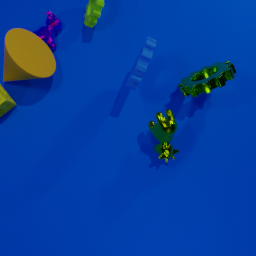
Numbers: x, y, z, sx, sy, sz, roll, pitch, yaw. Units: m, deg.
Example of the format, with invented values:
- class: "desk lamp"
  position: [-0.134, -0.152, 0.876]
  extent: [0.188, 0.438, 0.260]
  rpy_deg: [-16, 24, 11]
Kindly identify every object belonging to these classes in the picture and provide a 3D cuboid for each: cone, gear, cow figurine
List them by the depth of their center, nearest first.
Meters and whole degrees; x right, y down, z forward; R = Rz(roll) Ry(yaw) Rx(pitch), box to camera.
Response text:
- class: "gear"
  position: [0.329, -1.657, 7.246]
  extent: [0.250, 1.354, 1.354]
  rpy_deg: [23, 78, -7]
- class: "cow figurine"
  position: [0.993, 0.239, 7.334]
  extent: [0.662, 1.206, 1.186]
  rpy_deg: [-17, 73, -21]
- class: "gear"
  position: [2.136, -1.347, 7.641]
  extent: [1.513, 1.513, 0.280]
  rpy_deg: [-31, 110, -6]
- class: "cone"
  position: [-3.092, -1.686, 7.823]
  extent: [1.507, 1.501, 1.501]
  rpy_deg: [-29, 76, 31]
- class: "gear"
  position: [-0.983, -3.591, 8.247]
  extent: [0.222, 1.198, 1.198]
  rpy_deg: [13, 76, -25]
- class: "cow figurine"
  position: [-2.514, -2.898, 8.441]
  extent: [1.139, 0.625, 1.121]
  rpy_deg: [-16, 82, -2]

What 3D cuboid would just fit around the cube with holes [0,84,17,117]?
- class: "cube with holes"
  position: [-3.845, -0.776, 7.701]
  extent: [0.900, 0.900, 0.900]
  rpy_deg: [-39, 91, -5]
